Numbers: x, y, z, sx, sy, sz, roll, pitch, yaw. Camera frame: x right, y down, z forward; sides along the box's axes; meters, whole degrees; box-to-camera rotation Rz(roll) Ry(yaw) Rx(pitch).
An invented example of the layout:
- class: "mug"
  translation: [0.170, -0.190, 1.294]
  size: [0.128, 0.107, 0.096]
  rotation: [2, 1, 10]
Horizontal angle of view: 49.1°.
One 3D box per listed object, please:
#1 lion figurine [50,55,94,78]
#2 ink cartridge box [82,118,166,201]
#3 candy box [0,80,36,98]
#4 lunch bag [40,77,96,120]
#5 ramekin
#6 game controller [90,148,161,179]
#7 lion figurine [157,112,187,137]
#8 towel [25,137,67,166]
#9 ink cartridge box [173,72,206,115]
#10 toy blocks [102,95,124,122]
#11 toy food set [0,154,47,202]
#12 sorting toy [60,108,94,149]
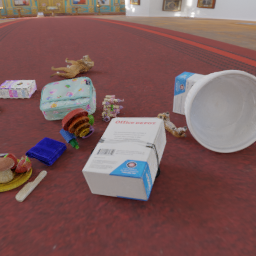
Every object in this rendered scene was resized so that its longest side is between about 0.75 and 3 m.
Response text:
- class: "lion figurine"
  translation: [-3.411, -3.640, 17.423]
  size: [1.703, 1.008, 2.780]
  rotation: [18, 46, 16]
- class: "ink cartridge box"
  translation: [0.018, 0.770, 8.041]
  size: [1.701, 0.982, 2.330]
  rotation: [2, 39, 23]
- class: "candy box"
  translation: [-5.745, -2.026, 14.563]
  size: [1.568, 0.561, 1.316]
  rotation: [0, 28, 1]
- class: "lunch bag"
  translation: [-2.541, -1.259, 12.154]
  size: [2.385, 0.919, 1.912]
  rotation: [-9, 45, 3]
- class: "ramekin"
  translation: [3.324, -0.675, 9.830]
  size: [2.785, 2.785, 1.462]
  rotation: [0, 17, -1]
- class: "game controller"
  translation: [-0.153, 1.086, 8.949]
  size: [1.285, 0.519, 2.463]
  rotation: [-34, 40, -24]
- class: "lion figurine"
  translation: [1.656, -0.042, 10.707]
  size: [0.583, 0.986, 1.610]
  rotation: [-34, 63, -9]
- class: "towel"
  translation: [-2.682, 0.720, 9.351]
  size: [0.926, 0.311, 1.254]
  rotation: [23, 25, 4]
- class: "ink cartridge box"
  translation: [3.214, -1.294, 11.967]
  size: [2.329, 1.690, 0.975]
  rotation: [19, 33, 31]
- class: "toy blocks"
  translation: [-0.609, -0.830, 11.970]
  size: [0.828, 0.919, 0.984]
  rotation: [5, 27, 6]
- class: "toy food set"
  translation: [-3.777, 1.100, 8.379]
  size: [2.580, 0.843, 1.518]
  rotation: [12, 30, 21]
- class: "sorting toy"
  translation: [-1.669, 0.102, 9.947]
  size: [1.267, 2.108, 0.865]
  rotation: [-39, 76, -2]
